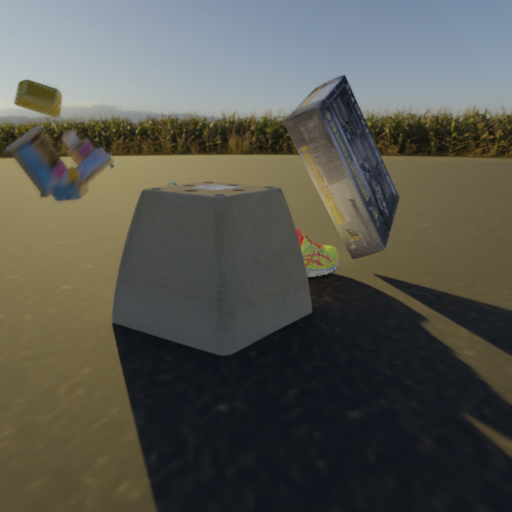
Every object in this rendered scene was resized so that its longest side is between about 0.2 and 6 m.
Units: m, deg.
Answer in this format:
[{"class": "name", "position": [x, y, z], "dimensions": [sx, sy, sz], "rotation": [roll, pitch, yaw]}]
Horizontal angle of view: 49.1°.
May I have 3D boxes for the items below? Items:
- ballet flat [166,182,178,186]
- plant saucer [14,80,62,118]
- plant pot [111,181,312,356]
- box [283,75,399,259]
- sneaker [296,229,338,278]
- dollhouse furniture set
[{"class": "ballet flat", "position": [-2.833, -2.059, 18.976], "dimensions": [0.688, 0.814, 2.151], "rotation": [-31, 12, -3]}, {"class": "plant saucer", "position": [-3.260, -2.410, 8.442], "dimensions": [0.647, 0.157, 0.647], "rotation": [13, 42, -26]}, {"class": "plant pot", "position": [-0.579, -0.031, 7.504], "dimensions": [2.030, 1.799, 2.032], "rotation": [9, 17, 35]}, {"class": "box", "position": [1.790, -1.772, 10.900], "dimensions": [0.716, 2.960, 2.345], "rotation": [-18, 22, 31]}, {"class": "sneaker", "position": [0.820, -0.068, 9.742], "dimensions": [0.735, 0.849, 1.880], "rotation": [10, 15, 41]}, {"class": "dollhouse furniture set", "position": [-3.355, -1.897, 10.172], "dimensions": [1.670, 1.090, 1.576], "rotation": [3, 43, 40]}]
